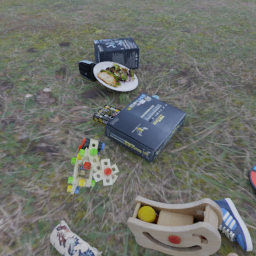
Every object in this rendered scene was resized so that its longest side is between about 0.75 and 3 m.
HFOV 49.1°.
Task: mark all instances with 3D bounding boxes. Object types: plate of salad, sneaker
[{"bbox_3d":[-0.564,-2.719,14.120,2.344,0.563,2.344,13,43,-13],"label":"plate of salad"},{"bbox_3d":[2.605,2.786,7.864,1.151,0.633,1.572,-16,48,0],"label":"sneaker"}]

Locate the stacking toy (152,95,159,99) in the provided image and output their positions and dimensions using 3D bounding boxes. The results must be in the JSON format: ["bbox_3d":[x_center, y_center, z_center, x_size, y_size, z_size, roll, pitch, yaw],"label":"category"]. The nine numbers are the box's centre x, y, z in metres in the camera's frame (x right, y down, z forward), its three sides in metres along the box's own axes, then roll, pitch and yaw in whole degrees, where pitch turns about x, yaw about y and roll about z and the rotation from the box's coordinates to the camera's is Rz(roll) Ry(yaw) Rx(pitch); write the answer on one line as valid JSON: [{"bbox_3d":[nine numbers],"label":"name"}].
[{"bbox_3d":[1.291,-1.208,12.865,0.723,0.338,0.799,23,45,26],"label":"stacking toy"}]

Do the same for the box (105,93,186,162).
[{"bbox_3d":[0.749,-0.156,11.116,2.179,0.705,2.763,30,47,20],"label":"box"}]

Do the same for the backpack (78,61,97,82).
[{"bbox_3d":[-2.104,-3.106,14.796,1.219,0.994,0.937,17,33,29],"label":"backpack"}]

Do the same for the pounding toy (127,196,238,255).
[{"bbox_3d":[1.381,2.788,6.921,2.939,1.680,1.686,11,41,14],"label":"pounding toy"}]

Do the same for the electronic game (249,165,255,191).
[{"bbox_3d":[4.878,1.780,9.190,1.739,0.362,1.739,0,40,0],"label":"electronic game"}]

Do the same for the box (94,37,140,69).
[{"bbox_3d":[-0.656,-4.141,15.746,2.284,1.223,1.696,-9,40,-11],"label":"box"}]

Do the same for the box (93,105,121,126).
[{"bbox_3d":[-0.733,-0.488,12.014,1.250,0.308,0.998,21,42,23],"label":"box"}]

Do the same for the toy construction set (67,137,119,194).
[{"bbox_3d":[-1.059,1.068,7.644,0.960,2.085,1.367,21,66,-27],"label":"toy construction set"}]

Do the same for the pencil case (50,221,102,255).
[{"bbox_3d":[-1.382,3.118,7.331,1.564,0.608,0.699,28,74,30],"label":"pencil case"}]
